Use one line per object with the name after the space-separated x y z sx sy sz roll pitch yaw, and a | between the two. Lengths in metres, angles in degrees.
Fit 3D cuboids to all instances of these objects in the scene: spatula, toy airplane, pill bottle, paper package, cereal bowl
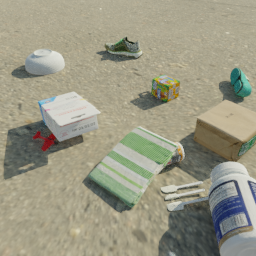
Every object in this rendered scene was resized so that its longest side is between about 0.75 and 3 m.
1.675 1.935 8.099 1.290 0.104 0.897 -9 32 -7 | spatula
-2.967 0.392 10.064 0.986 0.181 0.986 9 39 -8 | toy airplane
2.748 2.034 6.915 1.360 1.360 2.452 2 36 3 | pill bottle
3.629 0.026 9.954 1.954 1.011 1.863 -28 44 -34 | paper package
-4.539 -3.695 15.180 2.096 0.873 2.096 0 37 0 | cereal bowl
1.207 0.891 9.088 1.109 0.646 0.646 -14 39 -18 | pill bottle

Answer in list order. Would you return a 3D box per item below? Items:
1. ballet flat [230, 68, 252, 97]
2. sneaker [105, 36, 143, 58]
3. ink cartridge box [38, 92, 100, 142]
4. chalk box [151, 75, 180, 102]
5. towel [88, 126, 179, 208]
5.379 -2.102 13.257 0.786 0.752 2.234 25 37 -7 | ballet flat
-0.256 -5.002 16.740 2.512 1.113 0.966 16 39 21 | sneaker
-2.138 -0.403 10.279 1.544 0.910 2.682 -20 30 -23 | ink cartridge box
1.591 -1.868 12.728 0.807 0.813 1.303 -27 43 -33 | chalk box
0.202 1.055 8.645 1.828 0.280 2.396 27 63 33 | towel
